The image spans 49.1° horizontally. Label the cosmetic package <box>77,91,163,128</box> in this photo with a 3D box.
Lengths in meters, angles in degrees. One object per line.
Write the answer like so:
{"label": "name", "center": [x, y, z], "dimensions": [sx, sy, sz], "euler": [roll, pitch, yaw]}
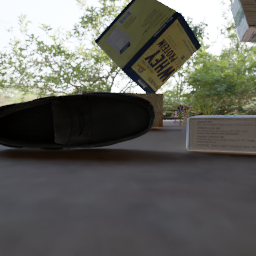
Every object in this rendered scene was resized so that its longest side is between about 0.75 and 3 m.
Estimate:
{"label": "cosmetic package", "center": [-0.286, -0.521, 8.533], "dimensions": [2.468, 1.077, 1.276], "euler": [0, 3, -17]}

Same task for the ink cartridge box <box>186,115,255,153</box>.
{"label": "ink cartridge box", "center": [1.543, 0.037, 3.017], "dimensions": [1.612, 0.360, 1.421], "euler": [1, 3, 21]}

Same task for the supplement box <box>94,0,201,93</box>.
{"label": "supplement box", "center": [0.632, -2.998, 9.969], "dimensions": [1.708, 2.544, 2.541], "euler": [34, 14, -48]}

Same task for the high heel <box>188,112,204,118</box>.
{"label": "high heel", "center": [3.668, -0.597, 15.821], "dimensions": [1.318, 0.660, 1.849], "euler": [6, 10, -10]}

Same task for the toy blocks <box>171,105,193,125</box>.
{"label": "toy blocks", "center": [2.362, -0.612, 12.960], "dimensions": [0.868, 0.963, 1.031], "euler": [10, 10, 37]}

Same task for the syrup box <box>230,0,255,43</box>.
{"label": "syrup box", "center": [3.848, -3.542, 8.986], "dimensions": [0.647, 1.589, 0.626], "euler": [-1, -28, -4]}

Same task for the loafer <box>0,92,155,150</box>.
{"label": "loafer", "center": [-0.579, -0.037, 2.760], "dimensions": [1.706, 0.579, 0.599], "euler": [-4, 8, 2]}
